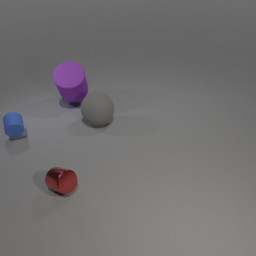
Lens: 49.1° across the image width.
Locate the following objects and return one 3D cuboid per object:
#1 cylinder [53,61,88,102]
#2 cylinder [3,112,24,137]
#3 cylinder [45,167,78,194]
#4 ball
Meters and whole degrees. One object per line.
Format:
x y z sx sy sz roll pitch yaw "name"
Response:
-2.603 -2.104 12.896 1.400 1.400 1.400 0 69 -1 "cylinder"
-4.382 -0.135 10.727 0.700 0.700 0.700 -12 50 -19 "cylinder"
-1.975 1.540 8.295 0.700 0.700 0.700 3 25 44 "cylinder"
-1.273 -0.805 11.727 1.400 1.400 1.400 0 31 0 "ball"
